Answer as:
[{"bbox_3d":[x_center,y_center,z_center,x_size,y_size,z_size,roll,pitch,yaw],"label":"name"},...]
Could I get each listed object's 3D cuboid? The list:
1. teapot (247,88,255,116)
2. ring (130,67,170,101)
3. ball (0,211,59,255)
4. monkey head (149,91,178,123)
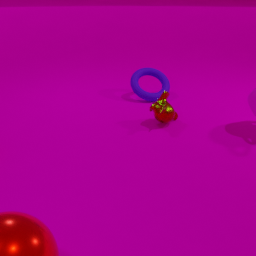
[{"bbox_3d":[3.745,-0.609,7.353,1.157,0.911,1.860,-2,-6,6],"label":"teapot"},{"bbox_3d":[0.784,-1.552,9.856,1.430,0.286,1.430,5,59,-8],"label":"ring"},{"bbox_3d":[-1.384,1.556,3.156,1.188,1.188,1.188,0,26,0],"label":"ball"},{"bbox_3d":[1.052,-0.559,7.841,0.694,0.828,1.151,38,14,30],"label":"monkey head"}]
